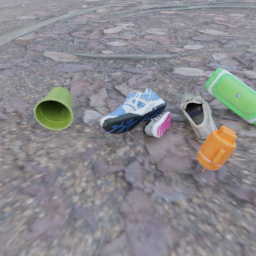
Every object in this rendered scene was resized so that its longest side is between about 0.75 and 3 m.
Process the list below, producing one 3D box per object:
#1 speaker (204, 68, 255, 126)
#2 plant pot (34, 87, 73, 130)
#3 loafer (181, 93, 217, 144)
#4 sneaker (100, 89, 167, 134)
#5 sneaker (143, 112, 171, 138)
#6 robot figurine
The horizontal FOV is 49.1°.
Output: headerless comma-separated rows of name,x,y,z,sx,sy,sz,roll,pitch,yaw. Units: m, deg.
speaker,3.218,-0.927,8.246,1.899,0.840,0.840,40,45,11
plant pot,-2.025,-0.660,8.076,1.072,1.072,1.018,1,38,2
loafer,1.946,-0.476,7.963,0.778,0.680,2.164,-29,35,15
sneaker,0.074,-0.491,7.928,2.140,0.810,0.824,-22,68,-34
sneaker,0.816,-0.131,7.883,0.582,0.491,1.330,6,26,26
robot figurine,1.950,0.484,6.194,0.624,1.070,0.770,13,27,-34
